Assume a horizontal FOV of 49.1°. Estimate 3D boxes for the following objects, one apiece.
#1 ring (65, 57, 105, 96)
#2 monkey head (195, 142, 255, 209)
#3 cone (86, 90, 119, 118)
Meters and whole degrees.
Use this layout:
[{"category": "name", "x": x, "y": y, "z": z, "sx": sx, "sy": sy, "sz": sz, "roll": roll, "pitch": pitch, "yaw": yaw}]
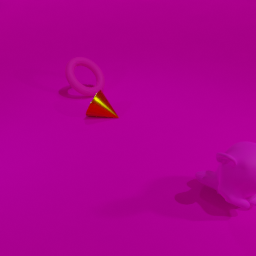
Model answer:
[{"category": "ring", "x": -1.607, "y": -1.962, "z": 10.648, "sx": 1.654, "sy": 1.654, "sz": 0.331, "roll": -31, "pitch": -2, "yaw": -44}, {"category": "monkey head", "x": 2.079, "y": 0.791, "z": 5.471, "sx": 1.969, "sy": 1.187, "sz": 1.417, "roll": 2, "pitch": 13, "yaw": -43}, {"category": "cone", "x": -0.693, "y": -0.567, "z": 8.952, "sx": 0.964, "sy": 0.960, "sz": 0.960, "roll": 31, "pitch": 32, "yaw": 0}]
